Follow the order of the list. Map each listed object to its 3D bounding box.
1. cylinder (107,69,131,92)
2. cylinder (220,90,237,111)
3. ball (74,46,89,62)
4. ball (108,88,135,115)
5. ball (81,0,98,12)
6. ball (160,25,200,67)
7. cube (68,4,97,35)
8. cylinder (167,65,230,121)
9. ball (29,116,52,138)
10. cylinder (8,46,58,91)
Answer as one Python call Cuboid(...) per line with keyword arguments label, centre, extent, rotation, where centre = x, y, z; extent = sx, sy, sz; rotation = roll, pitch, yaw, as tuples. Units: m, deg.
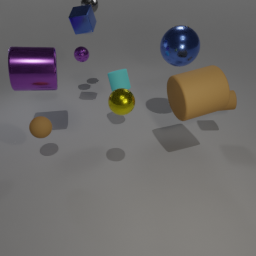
Cuboid(label="cylinder", centre=(-0.313, -1.686, 9.991), extent=(0.700, 0.700, 0.700), rotation=(-13, 16, 4))
Cuboid(label="cylinder", centre=(3.474, -0.985, 10.120), extent=(0.700, 0.700, 0.700), rotation=(-5, 33, 5))
Cuboid(label="ball", centre=(-2.109, -3.348, 12.733), extent=(0.700, 0.700, 0.700), rotation=(0, 33, 0))
Cuboid(label="ball", centre=(-0.162, -0.672, 7.184), extent=(0.700, 0.700, 0.700), rotation=(0, 33, 0))
Cuboid(label="ball", centre=(-1.545, -4.972, 11.257), extent=(0.700, 0.700, 0.700), rotation=(0, 33, 0))
Cuboid(label="ball", centre=(1.834, -2.883, 9.894), extent=(1.400, 1.400, 1.400), rotation=(0, 33, 0))
Cuboid(label="cube", centre=(-1.599, -3.852, 9.952), extent=(0.700, 0.700, 0.700), rotation=(-3, 51, 14))
Cuboid(label="cylinder", centre=(2.085, -1.055, 8.488), extent=(1.400, 1.400, 1.400), rotation=(-16, 36, -10))
Cuboid(label="ball", centre=(-2.764, -0.021, 8.877), extent=(0.700, 0.700, 0.700), rotation=(0, 33, 0))
Cuboid(label="cylinder", centre=(-3.051, -1.925, 9.153), extent=(1.400, 1.400, 1.400), rotation=(-3, 33, -13))
